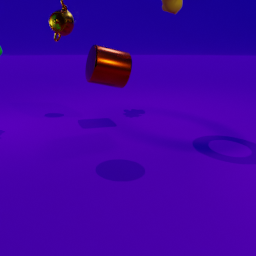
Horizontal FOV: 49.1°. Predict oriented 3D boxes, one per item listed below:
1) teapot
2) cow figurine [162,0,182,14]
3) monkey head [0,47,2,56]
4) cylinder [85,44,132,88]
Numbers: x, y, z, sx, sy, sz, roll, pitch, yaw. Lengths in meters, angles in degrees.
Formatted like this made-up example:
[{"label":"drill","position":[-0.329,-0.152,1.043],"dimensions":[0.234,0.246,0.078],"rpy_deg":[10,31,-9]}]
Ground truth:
[{"label":"teapot","position":[-1.756,-2.792,7.302],"dimensions":[0.674,1.084,0.531],"rpy_deg":[20,17,10]},{"label":"cow figurine","position":[1.134,-3.481,7.091],"dimensions":[0.666,1.213,1.193],"rpy_deg":[-18,32,0]},{"label":"monkey head","position":[-3.213,-1.579,5.910],"dimensions":[0.943,1.310,0.790],"rpy_deg":[-34,24,49]},{"label":"cylinder","position":[-0.510,-1.558,7.168],"dimensions":[0.949,0.949,0.949],"rpy_deg":[7,12,-24]}]
